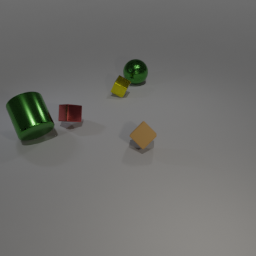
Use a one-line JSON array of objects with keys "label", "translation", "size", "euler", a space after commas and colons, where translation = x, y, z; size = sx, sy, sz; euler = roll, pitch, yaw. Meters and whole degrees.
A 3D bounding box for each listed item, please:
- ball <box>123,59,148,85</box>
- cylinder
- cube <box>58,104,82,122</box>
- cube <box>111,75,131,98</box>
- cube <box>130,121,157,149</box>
[{"label": "ball", "translation": [0.425, -3.142, 15.678], "size": [1.400, 1.400, 1.400], "euler": [0, 31, 0]}, {"label": "cylinder", "translation": [-3.721, -0.441, 10.689], "size": [1.400, 1.400, 1.400], "euler": [-20, 76, -30]}, {"label": "cube", "translation": [-2.401, -0.607, 11.635], "size": [0.700, 0.700, 0.700], "euler": [2, 0, 45]}, {"label": "cube", "translation": [-0.369, -2.112, 14.293], "size": [0.700, 0.700, 0.700], "euler": [28, 48, -3]}, {"label": "cube", "translation": [0.558, 0.247, 10.197], "size": [0.700, 0.700, 0.700], "euler": [45, 8, -1]}]
